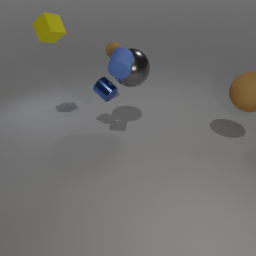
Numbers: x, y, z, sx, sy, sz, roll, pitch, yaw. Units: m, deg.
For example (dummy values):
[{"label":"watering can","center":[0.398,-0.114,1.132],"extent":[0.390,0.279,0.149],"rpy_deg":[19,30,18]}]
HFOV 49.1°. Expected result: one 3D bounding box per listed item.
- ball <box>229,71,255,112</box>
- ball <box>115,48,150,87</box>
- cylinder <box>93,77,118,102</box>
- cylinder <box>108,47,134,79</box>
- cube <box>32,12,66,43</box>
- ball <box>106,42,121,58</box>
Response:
[{"label":"ball","center":[4.227,-1.240,9.642],"extent":[1.400,1.400,1.400],"rpy_deg":[0,29,0]},{"label":"ball","center":[0.112,-2.216,10.342],"extent":[1.400,1.400,1.400],"rpy_deg":[0,29,0]},{"label":"cylinder","center":[-0.853,-1.470,10.672],"extent":[0.700,0.700,0.700],"rpy_deg":[43,43,10]},{"label":"cylinder","center":[-0.221,-2.023,8.720],"extent":[0.700,0.700,0.700],"rpy_deg":[5,52,9]},{"label":"cube","center":[-2.678,-3.397,9.545],"extent":[0.700,0.700,0.700],"rpy_deg":[-23,-1,34]},{"label":"ball","center":[-0.622,-3.362,12.110],"extent":[0.700,0.700,0.700],"rpy_deg":[0,29,0]}]
